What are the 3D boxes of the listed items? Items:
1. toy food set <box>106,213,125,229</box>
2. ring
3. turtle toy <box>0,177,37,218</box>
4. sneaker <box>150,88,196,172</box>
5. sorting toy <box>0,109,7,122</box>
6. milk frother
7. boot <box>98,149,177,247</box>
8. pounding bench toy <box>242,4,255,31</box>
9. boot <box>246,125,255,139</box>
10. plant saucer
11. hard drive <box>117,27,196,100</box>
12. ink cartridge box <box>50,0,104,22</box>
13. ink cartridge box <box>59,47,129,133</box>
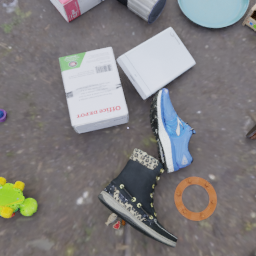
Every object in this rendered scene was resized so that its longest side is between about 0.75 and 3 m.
[{"bbox_3d":[-0.212,2.877,9.139,0.643,0.159,1.012,34,77,9],"label":"toy food set"},{"bbox_3d":[2.256,2.336,9.313,1.423,0.137,1.423,0,73,0],"label":"ring"},{"bbox_3d":[-3.723,2.354,8.924,1.655,0.837,1.206,13,50,1],"label":"turtle toy"},{"bbox_3d":[1.540,0.006,9.598,1.274,1.122,2.857,-10,82,-10],"label":"sneaker"},{"bbox_3d":[-5.547,-0.397,9.748,2.396,0.825,0.831,-8,74,-1],"label":"sorting toy"},{"bbox_3d":[0.633,-5.436,10.612,1.869,1.987,1.793,37,73,10],"label":"milk frother"},{"bbox_3d":[0.735,2.189,8.906,2.821,1.018,2.131,35,69,1],"label":"boot"},{"bbox_3d":[5.483,-4.447,10.857,1.167,0.930,1.497,40,78,10],"label":"pounding bench toy"},{"bbox_3d":[5.887,0.631,9.476,2.683,0.925,2.879,-33,85,2],"label":"boot"},{"bbox_3d":[3.385,-5.243,11.286,2.862,0.392,2.862,0,78,1],"label":"plant saucer"},{"bbox_3d":[1.078,-2.380,10.092,2.555,0.341,1.685,-36,93,-23],"label":"hard drive"},{"bbox_3d":[-1.869,-5.871,11.152,2.749,1.138,2.014,-35,77,-9],"label":"ink cartridge box"},{"bbox_3d":[-1.181,-1.296,9.846,1.915,1.105,2.621,-12,74,-4],"label":"ink cartridge box"}]
